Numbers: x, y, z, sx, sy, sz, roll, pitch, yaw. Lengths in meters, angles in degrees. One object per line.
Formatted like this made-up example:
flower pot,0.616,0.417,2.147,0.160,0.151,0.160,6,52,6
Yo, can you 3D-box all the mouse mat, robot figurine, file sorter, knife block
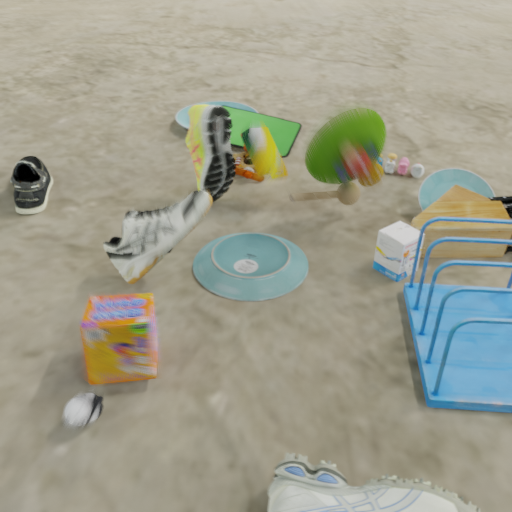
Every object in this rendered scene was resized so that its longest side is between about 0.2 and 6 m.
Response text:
mouse mat,-0.133,-3.601,16.044,2.619,0.099,2.107,14,42,8
robot figurine,-2.393,2.147,7.817,0.385,0.464,0.617,17,2,15
file sorter,3.574,0.795,8.752,1.928,1.705,2.778,3,35,4
knife block,4.583,-0.436,11.217,2.247,0.819,2.559,33,51,31

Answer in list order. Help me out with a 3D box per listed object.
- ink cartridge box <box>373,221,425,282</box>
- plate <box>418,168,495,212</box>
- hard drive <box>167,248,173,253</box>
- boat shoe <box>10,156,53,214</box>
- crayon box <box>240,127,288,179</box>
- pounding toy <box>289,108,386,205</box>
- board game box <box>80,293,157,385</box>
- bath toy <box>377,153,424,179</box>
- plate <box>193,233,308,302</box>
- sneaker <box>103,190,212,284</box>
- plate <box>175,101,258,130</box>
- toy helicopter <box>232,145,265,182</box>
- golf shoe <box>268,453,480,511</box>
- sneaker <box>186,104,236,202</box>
ink cartridge box,2.723,-0.094,10.731,0.644,0.875,0.633,-25,42,-31
plate,4.446,-1.207,12.462,1.690,0.216,1.690,-1,63,3
hard drive,-2.155,-0.343,11.697,0.954,0.180,0.666,6,35,8
boat shoe,-5.400,-1.909,13.403,0.883,0.831,2.458,-11,35,-13
crayon box,0.190,-2.236,12.406,0.308,1.211,0.769,-25,-1,35
pounding toy,1.931,-1.733,11.414,1.804,2.337,1.085,-8,51,-28
board game box,-2.050,1.240,8.552,0.981,0.980,0.980,-4,22,-7
bath toy,3.689,-2.298,14.290,1.189,0.517,0.439,16,15,14
plate,-0.105,0.069,11.017,2.294,0.293,2.294,1,35,-1
sneaker,-1.831,-0.496,9.911,1.043,2.378,0.900,49,23,-4
plate,-1.174,-4.121,16.982,2.534,0.324,2.534,1,36,-1
toy helicopter,-0.487,-2.197,14.143,1.683,0.664,1.113,-19,47,-8
golf shoe,1.293,3.101,6.389,2.411,0.944,1.172,4,52,15
sneaker,-1.108,-2.329,12.622,0.918,2.350,1.061,-22,40,-38
